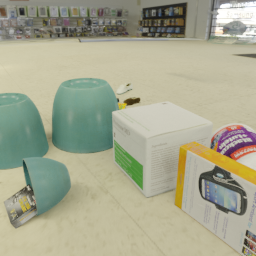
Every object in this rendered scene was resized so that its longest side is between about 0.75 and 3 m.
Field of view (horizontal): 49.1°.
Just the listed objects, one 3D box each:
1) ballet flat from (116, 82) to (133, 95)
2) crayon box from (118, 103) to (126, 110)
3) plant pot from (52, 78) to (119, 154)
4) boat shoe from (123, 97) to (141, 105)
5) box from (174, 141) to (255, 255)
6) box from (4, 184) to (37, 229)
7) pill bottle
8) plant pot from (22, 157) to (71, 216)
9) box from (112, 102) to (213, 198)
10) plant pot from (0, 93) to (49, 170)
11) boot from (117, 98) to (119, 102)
[{"bbox_3d":[-0.218,-2.392,16.533,0.534,0.534,1.538,14,27,30],"label":"ballet flat"},{"bbox_3d":[-0.766,-0.757,12.762,1.259,0.425,1.459,2,23,5],"label":"crayon box"},{"bbox_3d":[-1.521,-0.629,10.287,2.677,2.148,2.677,1,23,0],"label":"plant pot"},{"bbox_3d":[0.166,-1.379,14.397,1.017,0.372,0.329,-11,15,-33],"label":"boat shoe"},{"bbox_3d":[2.157,1.553,5.768,0.580,1.664,2.795,-16,28,-34],"label":"box"},{"bbox_3d":[-2.491,1.824,6.636,0.728,0.222,0.919,-35,35,-17],"label":"box"},{"bbox_3d":[3.056,1.054,7.061,1.535,1.535,2.755,0,22,0],"label":"pill bottle"},{"bbox_3d":[-1.915,1.287,6.755,0.918,1.363,1.363,-13,26,-27],"label":"plant pot"},{"bbox_3d":[0.897,0.477,8.076,2.118,1.815,2.108,-11,25,-25],"label":"box"},{"bbox_3d":[-3.957,-0.061,9.239,2.395,1.922,2.395,0,23,0],"label":"plant pot"},{"bbox_3d":[-0.831,-1.360,14.390,0.669,0.267,0.812,10,27,4],"label":"boot"}]
